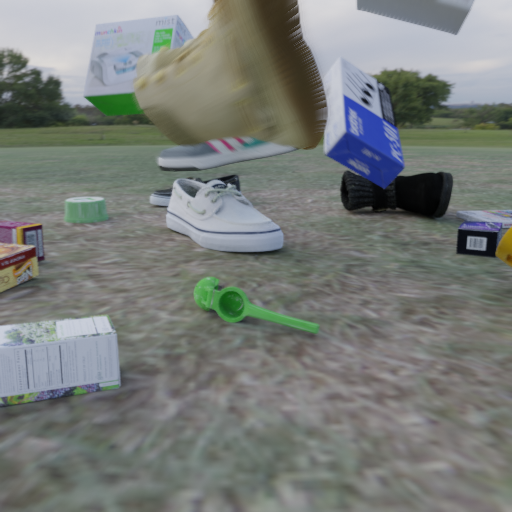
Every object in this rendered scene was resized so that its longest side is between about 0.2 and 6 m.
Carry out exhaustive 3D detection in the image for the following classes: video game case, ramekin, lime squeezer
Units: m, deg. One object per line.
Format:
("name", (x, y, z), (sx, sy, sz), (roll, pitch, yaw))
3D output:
("video game case", (5.272, -0.798, 12.089), (1.320, 0.167, 1.449), (-2, 13, -7))
("ramekin", (-3.760, -1.025, 12.362), (0.945, 0.462, 0.945), (0, 14, 0))
("lime squeezer", (-0.250, 0.554, 6.408), (0.764, 0.408, 2.163), (28, -6, -35))

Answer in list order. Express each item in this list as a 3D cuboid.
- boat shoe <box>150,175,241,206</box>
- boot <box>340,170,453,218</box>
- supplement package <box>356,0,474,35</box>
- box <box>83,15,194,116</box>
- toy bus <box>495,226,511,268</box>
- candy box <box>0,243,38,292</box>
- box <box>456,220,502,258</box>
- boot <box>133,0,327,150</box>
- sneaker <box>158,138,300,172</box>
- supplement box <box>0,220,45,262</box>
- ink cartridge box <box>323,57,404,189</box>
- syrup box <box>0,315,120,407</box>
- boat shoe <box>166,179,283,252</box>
("boat shoe", (-1.569, -1.733, 14.705), (2.535, 0.718, 0.870), (-8, 16, -28))
("boot", (3.089, -1.446, 12.789), (2.007, 1.010, 2.685), (6, 3, -6))
("supplement package", (2.163, -3.679, 7.440), (1.511, 0.838, 1.177), (18, 9, 9))
("box", (-2.145, -3.505, 10.424), (1.742, 1.537, 0.842), (2, -12, 19))
("toy bus", (3.669, 0.186, 6.261), (1.000, 1.827, 1.936), (-46, 19, -1))
("candy box", (-4.003, 0.132, 7.593), (1.727, 0.478, 0.997), (5, 16, 17))
("box", (3.764, -0.301, 9.430), (0.644, 0.454, 0.871), (6, 16, 25))
("boot", (-0.506, -2.092, 5.485), (1.927, 2.479, 0.902), (6, 54, 32))
("sneaker", (-0.502, -2.152, 8.731), (2.344, 1.415, 0.980), (-11, 15, 2))
("supplement box", (-3.838, -0.216, 8.801), (0.916, 0.600, 0.473), (7, 14, 24))
("ink cartridge box", (1.853, -2.439, 9.973), (1.250, 0.588, 2.659), (26, 41, -18))
("syrup box", (-1.796, 0.854, 4.585), (1.261, 0.513, 0.496), (-5, 15, -21))
("boat shoe", (-0.761, -0.830, 10.239), (1.199, 1.088, 3.259), (-11, 18, -39))
